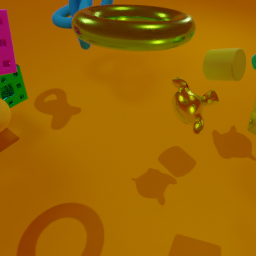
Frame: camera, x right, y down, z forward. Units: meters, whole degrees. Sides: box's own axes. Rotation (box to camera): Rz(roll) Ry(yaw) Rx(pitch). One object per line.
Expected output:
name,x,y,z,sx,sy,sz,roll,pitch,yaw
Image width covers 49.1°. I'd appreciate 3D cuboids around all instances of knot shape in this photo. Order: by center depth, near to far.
knot shape,-1.303,-3.182,7.981,0.939,2.032,1.901,8,69,-47

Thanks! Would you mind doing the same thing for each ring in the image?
ring,0.086,-1.556,4.218,1.842,0.368,1.842,2,31,-1

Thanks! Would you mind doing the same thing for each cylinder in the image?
cylinder,2.279,-1.487,6.615,0.744,0.744,0.744,12,42,44

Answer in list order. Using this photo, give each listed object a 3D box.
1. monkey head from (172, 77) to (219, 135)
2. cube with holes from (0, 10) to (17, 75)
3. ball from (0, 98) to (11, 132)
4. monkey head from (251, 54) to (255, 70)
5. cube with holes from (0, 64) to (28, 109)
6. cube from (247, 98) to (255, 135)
monkey head,1.499,-0.548,6.259,0.970,0.812,1.348,-25,81,24
cube with holes,-3.232,-1.722,5.672,1.230,1.230,1.230,19,31,36
ball,-2.998,-0.281,6.050,0.859,0.859,0.859,0,46,0
monkey head,3.932,-1.871,7.192,1.031,1.231,1.712,9,69,-22
cube with holes,-3.489,-1.163,7.391,1.041,1.041,1.041,30,49,27
cube,2.579,-0.325,4.167,1.001,1.001,1.001,28,56,4
